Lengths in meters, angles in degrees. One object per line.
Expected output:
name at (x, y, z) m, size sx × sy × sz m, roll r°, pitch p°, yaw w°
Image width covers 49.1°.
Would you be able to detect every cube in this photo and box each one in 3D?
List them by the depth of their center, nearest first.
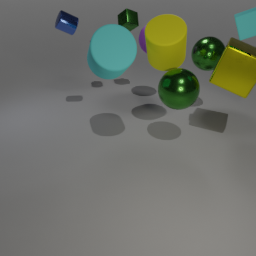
cube at (3.629, -3.136, 8.400) m, size 0.700 × 0.700 × 0.700 m, roll -12°, pitch 23°, yaw 25°
cube at (3.867, -2.134, 9.819) m, size 1.400 × 1.400 × 1.400 m, roll 27°, pitch 35°, yaw 9°
cube at (0.005, -5.079, 13.217) m, size 0.700 × 0.700 × 0.700 m, roll 1°, pitch -10°, yaw -40°

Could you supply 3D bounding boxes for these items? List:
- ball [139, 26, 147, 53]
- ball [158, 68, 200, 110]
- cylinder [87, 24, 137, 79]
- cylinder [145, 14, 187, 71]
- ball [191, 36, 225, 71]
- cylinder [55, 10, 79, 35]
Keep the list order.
ball at (1.177, -3.969, 12.514) m, size 1.400 × 1.400 × 1.400 m, roll 0°, pitch 29°, yaw 0°
ball at (1.712, -1.314, 9.473) m, size 1.400 × 1.400 × 1.400 m, roll 0°, pitch 29°, yaw 0°
cylinder at (-0.548, -2.345, 8.841) m, size 1.400 × 1.400 × 1.400 m, roll -7°, pitch 1°, yaw -12°
cylinder at (1.338, -2.968, 9.843) m, size 1.400 × 1.400 × 1.400 m, roll -4°, pitch 64°, yaw 7°
ball at (3.370, -3.103, 11.737) m, size 1.400 × 1.400 × 1.400 m, roll 0°, pitch 29°, yaw 0°
cylinder at (-2.346, -4.021, 10.717) m, size 0.700 × 0.700 × 0.700 m, roll 16°, pitch 20°, yaw -29°
